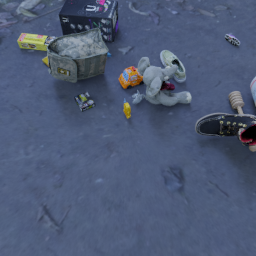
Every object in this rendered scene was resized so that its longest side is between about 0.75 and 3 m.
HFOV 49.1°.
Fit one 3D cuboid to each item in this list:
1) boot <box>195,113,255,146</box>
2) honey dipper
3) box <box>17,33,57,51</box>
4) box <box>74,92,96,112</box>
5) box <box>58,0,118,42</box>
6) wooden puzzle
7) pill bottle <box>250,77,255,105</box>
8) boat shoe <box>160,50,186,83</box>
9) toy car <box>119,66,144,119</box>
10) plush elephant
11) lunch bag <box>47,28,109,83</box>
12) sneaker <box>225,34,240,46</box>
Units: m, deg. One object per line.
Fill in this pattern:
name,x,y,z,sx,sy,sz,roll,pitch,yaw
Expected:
boot,3.638,0.040,9.641,2.341,0.856,1.762,0,13,2
honey dipper,4.482,-0.284,10.794,0.496,0.496,2.613,-5,57,-3
box,-4.312,-4.117,13.466,1.770,0.444,0.666,9,56,6
box,-1.782,-1.092,11.520,0.620,0.171,0.773,-25,59,-17
box,-1.857,-5.311,13.721,2.589,1.373,1.583,6,53,5
wooden puzzle,-2.365,-3.298,12.976,2.818,0.330,1.901,-29,60,-19
pill bottle,5.655,-0.783,10.487,1.501,1.501,2.760,1,55,0
boat shoe,2.069,-2.904,12.508,0.715,0.616,1.985,-19,58,-14
toy car,0.292,-1.631,11.513,1.197,0.812,2.439,-6,55,-4
plush elephant,1.233,-1.844,10.956,2.325,1.801,1.915,-18,66,-9
lunch bag,-2.131,-2.832,11.482,2.340,1.919,1.376,-19,76,-16
sneaker,5.174,-4.366,13.718,0.369,0.356,0.884,-25,58,-23
